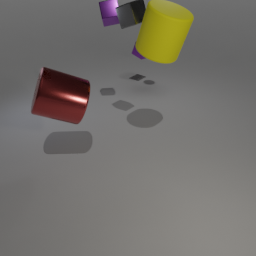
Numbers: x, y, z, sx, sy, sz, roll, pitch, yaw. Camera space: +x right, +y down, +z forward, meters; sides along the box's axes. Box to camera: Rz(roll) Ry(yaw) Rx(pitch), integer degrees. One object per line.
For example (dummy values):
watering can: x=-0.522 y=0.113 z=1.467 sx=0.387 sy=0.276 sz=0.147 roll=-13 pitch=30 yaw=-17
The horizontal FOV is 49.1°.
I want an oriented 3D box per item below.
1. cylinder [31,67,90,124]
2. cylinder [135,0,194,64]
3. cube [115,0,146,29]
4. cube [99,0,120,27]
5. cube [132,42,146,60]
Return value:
cylinder: x=-1.995 y=-0.930 z=8.267 sx=1.400 sy=1.400 sz=1.400 roll=14 pitch=24 yaw=-23
cylinder: x=1.072 y=-2.918 z=8.491 sx=1.400 sy=1.400 sz=1.400 roll=11 pitch=42 yaw=-10
cube: x=0.134 y=-3.769 z=9.255 sx=0.700 sy=0.700 sz=0.700 roll=4 pitch=30 yaw=45
cube: x=-0.700 y=-4.480 z=10.909 sx=0.700 sy=0.700 sz=0.700 roll=-11 pitch=-4 yaw=0
cube: x=0.742 y=-4.150 z=14.885 sx=0.700 sy=0.700 sz=0.700 roll=36 pitch=35 yaw=18
